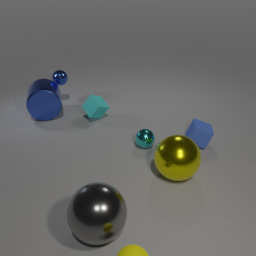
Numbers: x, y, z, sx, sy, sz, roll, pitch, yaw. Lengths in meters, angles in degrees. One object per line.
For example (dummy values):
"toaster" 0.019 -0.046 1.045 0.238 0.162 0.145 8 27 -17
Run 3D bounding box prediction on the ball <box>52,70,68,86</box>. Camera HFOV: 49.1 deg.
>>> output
"ball" -3.117 -2.300 12.829 0.700 0.700 0.700 0 30 0

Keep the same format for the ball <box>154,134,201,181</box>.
"ball" 1.494 0.893 8.464 1.400 1.400 1.400 0 30 0

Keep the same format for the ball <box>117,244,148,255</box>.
"ball" 0.093 2.691 5.559 0.700 0.700 0.700 0 30 0

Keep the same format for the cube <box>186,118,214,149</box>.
"cube" 2.555 0.195 10.034 0.700 0.700 0.700 20 29 -5

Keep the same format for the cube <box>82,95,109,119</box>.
"cube" -1.360 -0.885 11.736 0.700 0.700 0.700 53 25 22

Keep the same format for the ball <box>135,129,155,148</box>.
"ball" 0.612 0.372 10.013 0.700 0.700 0.700 0 30 0

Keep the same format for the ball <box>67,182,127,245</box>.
"ball" -0.719 1.984 6.568 1.400 1.400 1.400 0 30 0

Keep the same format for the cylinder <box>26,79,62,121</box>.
"cylinder" -3.597 -1.237 12.054 1.400 1.400 1.400 -7 31 -12
